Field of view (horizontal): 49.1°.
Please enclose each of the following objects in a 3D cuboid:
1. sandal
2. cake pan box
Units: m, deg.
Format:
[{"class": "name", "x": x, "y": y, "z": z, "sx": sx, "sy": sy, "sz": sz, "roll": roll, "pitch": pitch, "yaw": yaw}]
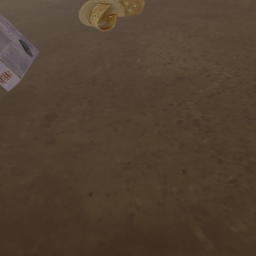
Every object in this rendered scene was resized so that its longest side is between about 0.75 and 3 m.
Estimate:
[{"class": "sandal", "x": -0.814, "y": -3.959, "z": 10.000, "sx": 2.893, "sy": 1.061, "sz": 0.951, "roll": -1, "pitch": 59, "yaw": 33}, {"class": "cake pan box", "x": -2.561, "y": -1.687, "z": 5.238, "sx": 0.445, "sy": 1.702, "sz": 1.567, "roll": -36, "pitch": 30, "yaw": 16}]
